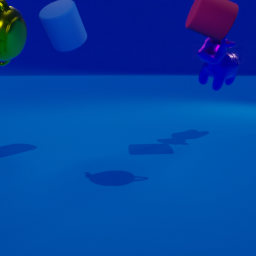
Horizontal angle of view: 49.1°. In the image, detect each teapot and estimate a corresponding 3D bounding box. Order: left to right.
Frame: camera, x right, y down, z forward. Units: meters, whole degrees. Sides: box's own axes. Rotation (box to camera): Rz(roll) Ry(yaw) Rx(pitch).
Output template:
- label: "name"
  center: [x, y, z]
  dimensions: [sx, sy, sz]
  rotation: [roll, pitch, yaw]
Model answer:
- label: "teapot"
  center: [-2.894, -2.212, 6.251]
  dimensions: [0.951, 1.942, 1.208]
  rotation: [20, 43, 2]

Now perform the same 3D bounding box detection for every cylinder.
- label: "cylinder"
  center: [-1.456, -2.320, 6.366]
  dimensions: [0.834, 0.834, 0.834]
  rotation: [-9, 49, 10]
- label: "cylinder"
  center: [1.914, -2.574, 6.459]
  dimensions: [0.873, 0.873, 0.873]
  rotation: [20, 10, -7]

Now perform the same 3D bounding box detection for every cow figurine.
- label: "cow figurine"
  center: [2.517, -1.878, 7.639]
  dimensions: [1.658, 1.632, 0.910]
  rotation: [-22, 44, -38]
